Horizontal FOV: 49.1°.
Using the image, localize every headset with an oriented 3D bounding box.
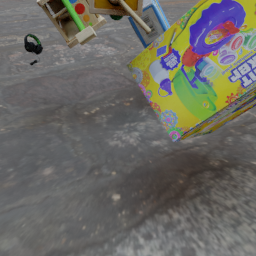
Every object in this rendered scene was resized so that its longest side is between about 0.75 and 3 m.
[{"bbox_3d":[-3.135,-2.584,9.211,0.469,0.999,0.617,-22,-13,30],"label":"headset"}]

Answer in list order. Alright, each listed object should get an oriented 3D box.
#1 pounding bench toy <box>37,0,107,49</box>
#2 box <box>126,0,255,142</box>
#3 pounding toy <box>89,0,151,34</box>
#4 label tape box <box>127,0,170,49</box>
[{"bbox_3d":[-1.519,-3.140,7.399,1.239,1.556,1.995,-35,31,3],"label":"pounding bench toy"},{"bbox_3d":[1.937,-1.191,5.268,1.653,2.710,2.610,60,25,13],"label":"box"},{"bbox_3d":[-0.098,-2.047,4.290,0.962,1.045,0.743,3,24,0],"label":"pounding toy"},{"bbox_3d":[0.809,-3.483,9.385,0.886,2.018,2.799,-24,36,18],"label":"label tape box"}]
